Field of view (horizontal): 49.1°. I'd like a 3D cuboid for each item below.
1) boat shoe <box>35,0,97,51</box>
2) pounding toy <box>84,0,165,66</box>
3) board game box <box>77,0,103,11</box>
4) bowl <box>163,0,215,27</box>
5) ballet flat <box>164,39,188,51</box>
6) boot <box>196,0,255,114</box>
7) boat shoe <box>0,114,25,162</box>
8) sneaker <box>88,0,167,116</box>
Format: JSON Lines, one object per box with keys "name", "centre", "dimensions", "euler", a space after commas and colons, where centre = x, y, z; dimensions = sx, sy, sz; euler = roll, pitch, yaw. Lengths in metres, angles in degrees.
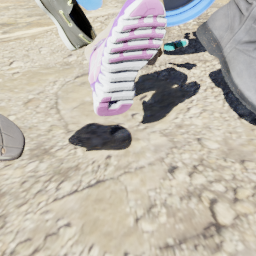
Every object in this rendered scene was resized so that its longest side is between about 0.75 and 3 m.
{"name": "boat shoe", "centre": [-1.682, -3.205, 7.297], "dimensions": [0.833, 2.787, 0.996], "euler": [-8, 58, 17]}
{"name": "pounding toy", "centre": [0.165, -2.141, 6.927], "dimensions": [2.383, 1.363, 1.367], "euler": [-33, 15, 37]}
{"name": "board game box", "centre": [-1.382, -4.314, 9.580], "dimensions": [0.991, 0.193, 0.783], "euler": [38, 62, 5]}
{"name": "bowl", "centre": [1.413, -4.335, 8.374], "dimensions": [2.932, 2.932, 0.575], "euler": [-7, 64, -9]}
{"name": "ballet flat", "centre": [1.605, -2.765, 9.310], "dimensions": [0.849, 0.305, 0.305], "euler": [-1, 33, 29]}
{"name": "boot", "centre": [2.896, -1.740, 5.904], "dimensions": [1.025, 1.934, 2.938], "euler": [-21, 75, -48]}
{"name": "boat shoe", "centre": [-2.297, 0.088, 3.630], "dimensions": [1.899, 0.696, 0.707], "euler": [14, 58, -11]}
{"name": "sneaker", "centre": [-0.206, -1.353, 5.103], "dimensions": [0.998, 2.482, 1.097], "euler": [-6, 55, -29]}
